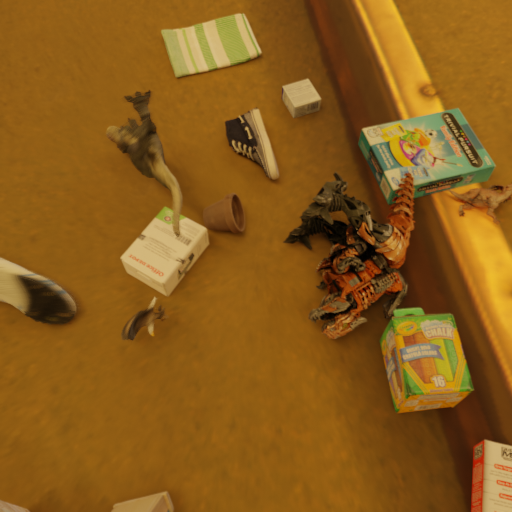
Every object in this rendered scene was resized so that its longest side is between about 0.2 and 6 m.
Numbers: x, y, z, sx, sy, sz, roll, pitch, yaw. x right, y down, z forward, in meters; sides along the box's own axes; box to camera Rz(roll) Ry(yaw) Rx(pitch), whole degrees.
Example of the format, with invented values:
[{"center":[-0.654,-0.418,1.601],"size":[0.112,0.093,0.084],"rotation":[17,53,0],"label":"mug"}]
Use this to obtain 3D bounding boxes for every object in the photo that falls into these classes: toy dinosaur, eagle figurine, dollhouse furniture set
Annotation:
[{"center":[1.744,-0.161,9.546],"size":[2.192,1.650,3.230],"rotation":[36,46,4],"label":"toy dinosaur"},{"center":[-1.750,1.028,8.721],"size":[0.726,0.551,0.548],"rotation":[-14,41,-24],"label":"eagle figurine"},{"center":[-1.679,4.375,7.235],"size":[1.772,1.225,1.877],"rotation":[-19,92,14],"label":"dollhouse furniture set"},{"center":[-1.897,-1.856,9.633],"size":[0.806,1.496,3.396],"rotation":[-20,43,-16],"label":"toy dinosaur"},{"center":[4.223,-1.099,10.405],"size":[1.241,0.532,0.841],"rotation":[13,49,26],"label":"toy dinosaur"}]

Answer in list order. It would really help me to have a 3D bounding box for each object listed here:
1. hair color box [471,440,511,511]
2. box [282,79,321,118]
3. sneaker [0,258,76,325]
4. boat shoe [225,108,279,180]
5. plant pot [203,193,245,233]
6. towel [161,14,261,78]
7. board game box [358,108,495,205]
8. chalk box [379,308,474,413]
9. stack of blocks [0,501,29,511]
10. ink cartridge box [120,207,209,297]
[{"center":[3.441,3.483,7.687],"size":[0.834,0.503,1.643],"rotation":[12,61,7],"label":"hair color box"},{"center":[0.939,-3.303,11.753],"size":[0.608,0.347,0.661],"rotation":[-19,62,-10],"label":"box"},{"center":[-3.938,0.503,9.331],"size":[2.090,0.757,0.751],"rotation":[24,101,-1],"label":"sneaker"},{"center":[-0.103,-2.097,10.980],"size":[0.781,0.629,1.684],"rotation":[-18,59,5],"label":"boat shoe"},{"center":[-0.604,-0.726,10.082],"size":[0.622,0.713,0.713],"rotation":[-10,58,17],"label":"plant pot"},{"center":[-1.021,-4.808,12.705],"size":[2.007,0.235,1.531],"rotation":[-15,62,-9],"label":"towel"},{"center":[3.273,-1.972,10.893],"size":[2.092,0.491,1.579],"rotation":[-14,61,-8],"label":"board game box"},{"center":[2.524,1.477,8.592],"size":[0.974,0.969,1.565],"rotation":[-5,60,-3],"label":"chalk box"},{"center":[-3.312,3.617,6.724],"size":[0.593,2.024,1.166],"rotation":[31,63,16],"label":"stack of blocks"},{"center":[-1.569,-0.084,9.753],"size":[0.934,0.539,1.283],"rotation":[29,64,16],"label":"ink cartridge box"}]
